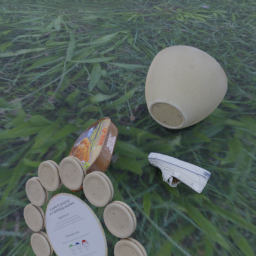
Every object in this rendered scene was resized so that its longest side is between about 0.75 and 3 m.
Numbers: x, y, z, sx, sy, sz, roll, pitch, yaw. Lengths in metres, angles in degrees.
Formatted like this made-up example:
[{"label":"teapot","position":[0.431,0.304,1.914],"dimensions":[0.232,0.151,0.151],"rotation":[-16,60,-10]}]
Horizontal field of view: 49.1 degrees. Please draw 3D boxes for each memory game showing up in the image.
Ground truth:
[{"label":"memory game","position":[-0.843,1.722,4.569],"dimensions":[2.626,2.626,0.167],"rotation":[25,24,29]}]

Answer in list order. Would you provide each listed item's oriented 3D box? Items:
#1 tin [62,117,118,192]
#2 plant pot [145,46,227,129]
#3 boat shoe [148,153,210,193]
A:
[{"label":"tin","position":[-0.913,0.600,7.001],"dimensions":[1.319,0.493,2.356],"rotation":[-34,23,27]},{"label":"plant pot","position":[1.481,-0.924,8.285],"dimensions":[2.432,2.432,1.633],"rotation":[18,57,22]},{"label":"boat shoe","position":[1.100,1.093,6.790],"dimensions":[1.823,0.647,0.637],"rotation":[16,77,47]}]
